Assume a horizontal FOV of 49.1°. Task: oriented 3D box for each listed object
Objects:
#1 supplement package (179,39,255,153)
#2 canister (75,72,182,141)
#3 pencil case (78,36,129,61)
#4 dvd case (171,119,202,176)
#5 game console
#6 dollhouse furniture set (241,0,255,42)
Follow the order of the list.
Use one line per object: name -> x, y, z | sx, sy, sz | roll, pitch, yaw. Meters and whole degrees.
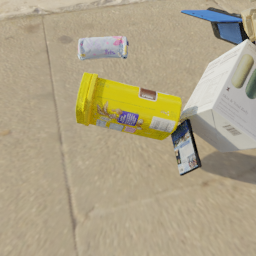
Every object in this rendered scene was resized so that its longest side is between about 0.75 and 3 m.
supplement package -> 2.176, -0.582, 5.789 | 1.290, 1.281, 1.700 | 35, 72, -10
canister -> -0.027, -0.363, 5.688 | 1.906, 1.416, 0.825 | 13, 74, -5
pencil case -> -0.628, -2.011, 7.145 | 1.290, 0.536, 0.585 | -2, 84, -4
dvd case -> 1.095, 0.382, 5.391 | 0.083, 0.674, 0.944 | -1, 68, -23
game console -> 2.201, -2.415, 6.889 | 0.902, 1.301, 1.524 | -35, 39, -2
dollhouse furniture set -> 2.558, -2.339, 4.935 | 0.969, 1.541, 1.743 | -15, 34, 21
